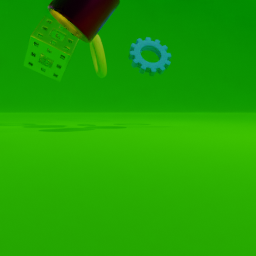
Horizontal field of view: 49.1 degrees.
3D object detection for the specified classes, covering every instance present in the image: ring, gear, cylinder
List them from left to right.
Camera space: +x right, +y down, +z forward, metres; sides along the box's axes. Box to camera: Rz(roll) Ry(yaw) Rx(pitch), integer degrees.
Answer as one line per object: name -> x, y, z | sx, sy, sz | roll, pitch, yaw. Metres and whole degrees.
cylinder -> -0.941, -2.648, 6.066 | 1.128, 1.128, 1.128 | 37, -1, 1
ring -> -0.951, -2.281, 8.867 | 0.277, 1.387, 1.387 | -14, 6, -9
gear -> 0.740, -2.420, 9.473 | 1.414, 1.414, 0.261 | -1, -25, -14

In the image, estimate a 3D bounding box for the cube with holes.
cube with holes -> -2.173, -2.265, 8.075 | 1.104, 1.104, 1.104 | 24, -42, -15
